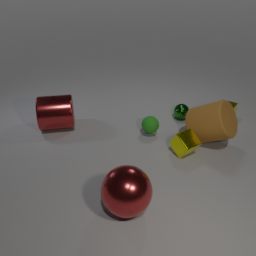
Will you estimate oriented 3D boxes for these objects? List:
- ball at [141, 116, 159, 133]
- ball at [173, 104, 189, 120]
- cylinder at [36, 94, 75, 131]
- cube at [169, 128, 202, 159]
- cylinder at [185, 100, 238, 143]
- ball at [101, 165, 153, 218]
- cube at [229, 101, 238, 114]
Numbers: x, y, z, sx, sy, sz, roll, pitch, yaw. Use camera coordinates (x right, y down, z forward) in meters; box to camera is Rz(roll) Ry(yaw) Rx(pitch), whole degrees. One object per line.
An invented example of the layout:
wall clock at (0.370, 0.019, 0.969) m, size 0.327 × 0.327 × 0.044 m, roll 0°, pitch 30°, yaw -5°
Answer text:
ball at (0.886, -0.131, 11.128) m, size 0.700 × 0.700 × 0.700 m, roll 0°, pitch 30°, yaw 0°
ball at (2.366, -0.725, 12.384) m, size 0.700 × 0.700 × 0.700 m, roll 0°, pitch 30°, yaw 0°
cylinder at (-2.959, -0.637, 11.526) m, size 1.400 × 1.400 × 1.400 m, roll -5°, pitch 31°, yaw -9°
cube at (2.030, 0.549, 9.967) m, size 0.700 × 0.700 × 0.700 m, roll -19°, pitch 66°, yaw -28°
cylinder at (3.083, -0.208, 10.355) m, size 1.400 × 1.400 × 1.400 m, roll -14°, pitch 16°, yaw 42°
ball at (-0.037, 1.700, 7.563) m, size 1.400 × 1.400 × 1.400 m, roll 0°, pitch 30°, yaw 0°
cube at (4.365, -0.761, 12.446) m, size 0.700 × 0.700 × 0.700 m, roll 20°, pitch 36°, yaw 31°
